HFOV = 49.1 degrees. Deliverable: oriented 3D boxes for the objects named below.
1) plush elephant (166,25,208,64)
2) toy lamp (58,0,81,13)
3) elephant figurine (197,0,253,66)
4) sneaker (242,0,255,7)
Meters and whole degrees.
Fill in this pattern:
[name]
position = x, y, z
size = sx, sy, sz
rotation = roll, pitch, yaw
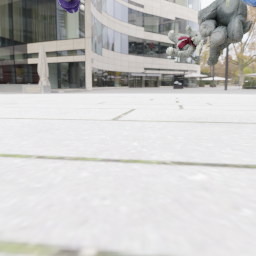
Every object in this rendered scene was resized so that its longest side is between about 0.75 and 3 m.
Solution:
[plush elephant]
position = 2.419, -3.304, 10.668
size = 1.666, 1.372, 1.290
rotation = 26, -39, -9
[toy lamp]
position = -1.814, -4.073, 7.946
size = 0.749, 0.749, 2.572
rotation = 0, -6, -1
[elephant figurine]
position = 3.248, -3.340, 9.469
size = 1.854, 1.691, 2.390
rotation = -17, -7, 24
[sneaker]
position = 2.182, -3.375, 5.595
size = 0.932, 2.091, 0.821
rotation = -19, -7, -44
